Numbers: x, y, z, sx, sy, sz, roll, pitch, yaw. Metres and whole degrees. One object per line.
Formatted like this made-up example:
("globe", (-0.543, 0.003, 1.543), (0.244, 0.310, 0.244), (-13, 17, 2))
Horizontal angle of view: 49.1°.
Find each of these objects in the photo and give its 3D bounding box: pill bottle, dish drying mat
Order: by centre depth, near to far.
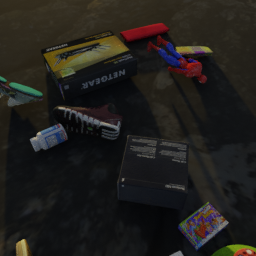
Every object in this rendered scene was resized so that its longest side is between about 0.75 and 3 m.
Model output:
("pill bottle", (-2.201, 0.282, 7.768), (0.920, 0.517, 0.517), (-25, 53, -21))
("dish drying mat", (0.710, -4.018, 11.769), (1.965, 0.179, 0.755), (-20, 51, -15))

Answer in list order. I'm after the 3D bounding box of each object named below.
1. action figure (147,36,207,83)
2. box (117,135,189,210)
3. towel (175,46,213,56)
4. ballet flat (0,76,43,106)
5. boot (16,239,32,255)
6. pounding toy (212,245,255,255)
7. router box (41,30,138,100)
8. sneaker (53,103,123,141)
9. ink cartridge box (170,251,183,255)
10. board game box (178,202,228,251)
("action figure", (1.809, -2.379, 10.041), (0.832, 0.657, 2.543), (-35, 60, -21))
("box", (0.643, 1.059, 6.872), (1.592, 0.829, 1.450), (8, 48, 7))
("towel", (2.486, -2.934, 10.695), (1.297, 0.148, 0.932), (-3, 31, -2))
("ballet flat", (-3.816, -1.165, 8.696), (2.250, 0.801, 0.778), (24, 13, -17))
("boot", (-2.414, 3.047, 5.322), (1.242, 0.579, 1.606), (-13, 51, -10))
("pounding toy", (2.197, 3.084, 4.934), (1.804, 1.085, 2.337), (23, 52, 19))
("router box", (-1.369, -2.314, 9.869), (2.780, 0.726, 2.186), (-23, 53, -18))
("sneaker", (-1.096, -0.386, 8.303), (2.013, 0.762, 1.163), (20, 46, 4))
("ink cartridge box", (0.519, 3.197, 5.000), (1.648, 0.695, 1.204), (-19, 43, -16))
("board game box", (1.687, 2.194, 6.298), (0.934, 0.209, 0.628), (-29, 55, -23))
